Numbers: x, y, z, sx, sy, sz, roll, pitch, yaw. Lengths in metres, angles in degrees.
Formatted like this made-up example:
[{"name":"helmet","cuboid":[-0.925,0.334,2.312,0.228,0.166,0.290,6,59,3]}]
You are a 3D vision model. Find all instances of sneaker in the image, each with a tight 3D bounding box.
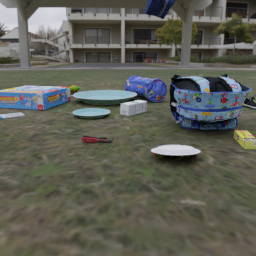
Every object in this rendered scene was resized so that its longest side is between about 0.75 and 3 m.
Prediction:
[{"name":"sneaker","cuboid":[4.994,-1.018,11.167,0.393,0.454,1.096,-10,18,-34]}]

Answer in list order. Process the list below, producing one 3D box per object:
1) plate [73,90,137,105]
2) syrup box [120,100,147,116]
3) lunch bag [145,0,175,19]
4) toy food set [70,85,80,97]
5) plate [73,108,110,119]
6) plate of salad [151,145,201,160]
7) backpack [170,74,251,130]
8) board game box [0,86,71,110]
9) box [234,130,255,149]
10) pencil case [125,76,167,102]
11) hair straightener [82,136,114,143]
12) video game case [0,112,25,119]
[{"name":"plate","cuboid":[-1.023,-1.381,12.732,2.875,0.367,2.875,-1,16,0]},{"name":"syrup box","cuboid":[0.217,-0.733,10.165,0.404,0.418,1.026,16,21,39]},{"name":"lunch bag","cuboid":[0.711,-2.689,5.851,0.509,0.522,0.769,11,-10,-10]},{"name":"toy food set","cuboid":[-3.392,-2.025,14.950,1.559,0.453,2.258,-14,21,-43]},{"name":"plate","cuboid":[-1.272,-0.498,9.792,1.300,0.166,1.300,1,15,0]},{"name":"plate of salad","cuboid":[0.985,0.519,5.822,1.014,0.244,1.014,0,4,0]},{"name":"backpack","cuboid":[2.273,-0.704,7.889,2.064,1.521,2.261,0,14,-1]},{"name":"board game box","cuboid":[-4.011,-1.337,11.954,2.341,0.654,2.292,4,15,13]},{"name":"box","cuboid":[2.845,0.273,6.762,0.335,0.223,0.891,2,15,6]},{"name":"pencil case","cuboid":[0.767,-1.933,13.388,1.157,1.040,2.664,22,4,-28]},{"name":"hair straightener","cuboid":[-0.737,0.259,6.938,0.797,0.163,0.307,-1,15,-6]},{"name":"video game case","cuboid":[-4.038,-0.428,9.704,0.772,0.069,0.553,-11,19,-34]}]
